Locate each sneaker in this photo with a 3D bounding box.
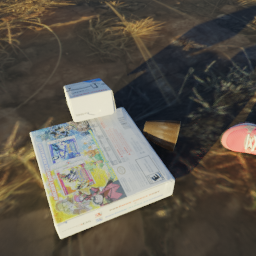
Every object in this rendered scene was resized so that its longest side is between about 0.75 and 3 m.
[{"bbox_3d":[3.541,0.366,7.166,2.198,0.810,0.953,6,15,6],"label":"sneaker"}]

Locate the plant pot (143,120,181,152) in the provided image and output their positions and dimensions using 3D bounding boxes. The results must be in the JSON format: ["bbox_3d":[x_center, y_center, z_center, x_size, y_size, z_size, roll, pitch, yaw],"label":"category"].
[{"bbox_3d":[0.880,0.115,7.551,0.896,0.837,0.837,15,45,7],"label":"plant pot"}]

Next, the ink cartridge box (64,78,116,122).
[{"bbox_3d":[-1.130,-0.845,8.024,1.181,0.682,1.618,-14,24,-13],"label":"ink cartridge box"}]

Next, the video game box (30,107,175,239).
[{"bbox_3d":[-0.769,0.848,6.955,2.714,0.697,2.979,-15,43,-19],"label":"video game box"}]
